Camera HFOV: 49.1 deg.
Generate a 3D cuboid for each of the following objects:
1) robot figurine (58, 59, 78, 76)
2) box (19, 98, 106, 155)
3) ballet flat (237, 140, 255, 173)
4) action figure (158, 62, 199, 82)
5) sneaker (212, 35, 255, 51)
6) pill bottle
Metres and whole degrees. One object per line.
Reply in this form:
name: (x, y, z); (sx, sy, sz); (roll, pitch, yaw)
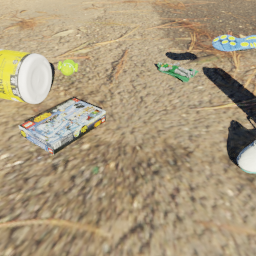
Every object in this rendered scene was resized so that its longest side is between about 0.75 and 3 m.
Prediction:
robot figurine: (-2.467, -2.493, 11.541); (0.795, 0.524, 0.906); (8, 33, -5)
box: (-1.854, -0.136, 8.182); (1.427, 0.416, 2.084); (24, 41, 31)
ballet flat: (3.959, 0.382, 7.025); (2.703, 0.939, 0.939); (-11, 36, -15)
action figure: (1.896, -2.407, 11.519); (1.740, 0.476, 1.028); (25, 45, 37)
sneaker: (3.434, -2.644, 8.952); (1.496, 0.530, 0.620); (-2, -5, 0)
pill bottle: (-4.321, -1.847, 9.598); (2.991, 1.665, 1.665); (10, 36, 14)
